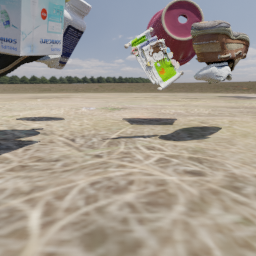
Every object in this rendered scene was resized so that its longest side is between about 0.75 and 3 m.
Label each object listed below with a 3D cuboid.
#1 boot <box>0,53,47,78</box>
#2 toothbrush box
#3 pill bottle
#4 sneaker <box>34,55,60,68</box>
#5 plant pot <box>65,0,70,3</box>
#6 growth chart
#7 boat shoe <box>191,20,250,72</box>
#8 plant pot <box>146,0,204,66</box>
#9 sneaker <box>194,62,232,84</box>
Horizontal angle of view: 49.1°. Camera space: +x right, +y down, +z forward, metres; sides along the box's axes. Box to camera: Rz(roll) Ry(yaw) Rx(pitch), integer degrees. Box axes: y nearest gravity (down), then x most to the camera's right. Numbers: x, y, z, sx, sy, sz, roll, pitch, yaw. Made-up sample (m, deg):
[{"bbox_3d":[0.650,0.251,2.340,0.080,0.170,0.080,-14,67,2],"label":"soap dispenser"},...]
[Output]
[{"bbox_3d":[-2.972,-2.065,6.480,2.082,1.440,0.806,-36,39,-24],"label":"boot"},{"bbox_3d":[-1.894,-2.406,5.268,0.842,1.974,1.445,14,17,14],"label":"toothbrush box"},{"bbox_3d":[-2.398,-3.557,10.205,1.413,2.544,1.413,32,18,-11],"label":"pill bottle"},{"bbox_3d":[-2.274,-1.832,7.817,0.761,0.280,0.440,-13,-31,-28],"label":"sneaker"},{"bbox_3d":[-2.158,-3.822,6.408,1.834,1.302,1.834,12,34,-8],"label":"plant pot"},{"bbox_3d":[0.677,-1.621,6.638,1.073,1.483,0.131,-46,19,-23],"label":"growth chart"},{"bbox_3d":[2.418,-1.959,7.299,1.091,1.034,2.882,4,6,40],"label":"boat shoe"},{"bbox_3d":[1.655,-3.295,9.493,2.087,2.087,1.868,0,-1,-1],"label":"plant pot"},{"bbox_3d":[1.981,-1.216,6.442,1.053,0.424,0.402,-17,-7,-25],"label":"sneaker"}]
